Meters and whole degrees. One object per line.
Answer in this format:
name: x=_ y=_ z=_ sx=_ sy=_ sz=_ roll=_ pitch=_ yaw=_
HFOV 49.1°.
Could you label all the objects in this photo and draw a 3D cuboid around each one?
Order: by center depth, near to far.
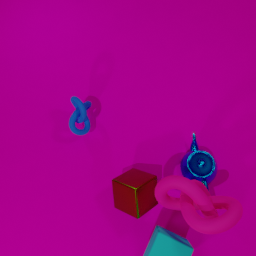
knot shape: x=1.590 y=1.662 z=6.172 sx=1.817 sy=1.701 sz=0.840 roll=22 pitch=88 yaw=33
cube: x=0.868 y=2.781 z=6.230 sx=0.815 sy=0.815 sz=0.815 roll=24 pitch=83 yaw=6
cube: x=0.186 y=1.604 z=7.017 sx=0.820 sy=0.820 sz=0.820 roll=-21 pitch=114 yaw=-43
teapot: x=1.908 y=0.965 z=7.513 sx=1.000 sy=0.788 sz=1.609 roll=-9 pitch=68 yaw=1
knot shape: x=-1.295 y=-0.407 z=7.755 sx=0.499 sy=1.010 sz=1.080 roll=1 pitch=111 yaw=4
